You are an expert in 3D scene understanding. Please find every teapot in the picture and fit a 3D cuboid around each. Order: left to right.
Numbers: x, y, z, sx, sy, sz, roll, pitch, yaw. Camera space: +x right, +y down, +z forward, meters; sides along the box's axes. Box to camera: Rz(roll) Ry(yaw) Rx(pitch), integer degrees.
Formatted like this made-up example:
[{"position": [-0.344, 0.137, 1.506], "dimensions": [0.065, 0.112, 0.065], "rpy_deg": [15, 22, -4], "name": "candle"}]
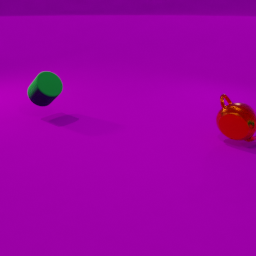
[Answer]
[{"position": [3.059, -0.191, 7.682], "dimensions": [0.859, 1.755, 1.091], "rpy_deg": [-42, 6, -38], "name": "teapot"}]

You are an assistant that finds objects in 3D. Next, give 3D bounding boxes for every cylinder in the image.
[{"position": [-2.757, -1.282, 9.307], "dimensions": [0.898, 0.898, 0.898], "rpy_deg": [-24, -3, -42], "name": "cylinder"}]
